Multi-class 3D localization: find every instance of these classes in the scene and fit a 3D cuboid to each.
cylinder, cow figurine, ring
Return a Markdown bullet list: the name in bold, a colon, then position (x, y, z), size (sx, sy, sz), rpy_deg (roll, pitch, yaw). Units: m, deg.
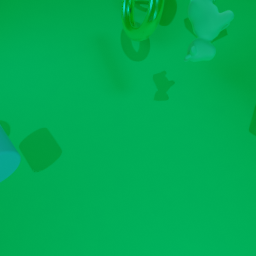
- **cylinder**: position (-2.249, 0.338, 4.244), size (0.889, 0.889, 0.889), rpy_deg (-34, 70, -19)
- **cow figurine**: position (1.183, -1.593, 4.511), size (0.972, 0.542, 0.988), rpy_deg (-33, 88, 7)
- **ring**: position (0.348, -3.270, 7.467), size (0.371, 1.857, 1.857), rpy_deg (-3, 55, -29)
